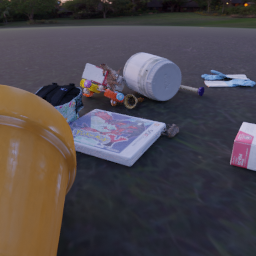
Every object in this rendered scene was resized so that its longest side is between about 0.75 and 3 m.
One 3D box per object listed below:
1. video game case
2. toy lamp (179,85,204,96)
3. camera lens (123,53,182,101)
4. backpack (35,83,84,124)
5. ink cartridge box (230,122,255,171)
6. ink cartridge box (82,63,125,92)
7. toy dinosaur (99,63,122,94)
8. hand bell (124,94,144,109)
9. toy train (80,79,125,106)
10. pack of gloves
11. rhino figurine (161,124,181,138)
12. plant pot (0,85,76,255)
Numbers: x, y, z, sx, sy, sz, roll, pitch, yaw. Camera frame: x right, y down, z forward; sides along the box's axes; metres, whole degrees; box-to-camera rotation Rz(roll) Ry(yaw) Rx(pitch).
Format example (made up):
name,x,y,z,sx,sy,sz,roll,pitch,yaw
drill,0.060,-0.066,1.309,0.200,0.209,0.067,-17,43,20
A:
name,x,y,z,sx,sy,sz,roll,pitch,yaw
video game case,-0.571,0.145,8.885,2.829,0.325,2.578,12,27,25
toy lamp,2.707,-1.875,13.089,1.656,0.482,0.482,18,30,35
camera lens,1.008,-2.290,12.384,1.803,1.803,2.254,-15,29,-29
backpack,-2.457,-0.663,9.367,1.619,1.373,1.824,5,23,8
ink cartridge box,3.835,0.593,7.366,1.880,0.778,1.377,14,28,27
ink cartridge box,-1.052,-2.281,12.822,1.236,0.698,1.684,24,8,31
toy dinosaur,-0.636,-1.817,10.126,0.743,1.096,0.470,2,21,10
hand bell,0.352,-1.150,11.659,0.582,0.582,1.117,14,16,27
toy train,-1.159,-1.465,12.066,1.898,0.703,2.526,19,6,-23
pack of gloves,5.287,-2.699,14.831,2.573,0.508,2.162,0,24,0
rhino figurine,1.450,0.063,9.126,0.395,0.270,0.904,27,32,22
plant pot,-2.113,1.179,4.231,2.789,2.789,2.553,-6,41,-13
